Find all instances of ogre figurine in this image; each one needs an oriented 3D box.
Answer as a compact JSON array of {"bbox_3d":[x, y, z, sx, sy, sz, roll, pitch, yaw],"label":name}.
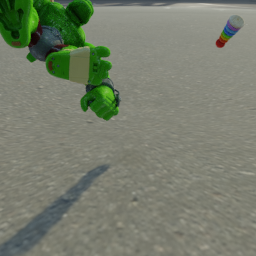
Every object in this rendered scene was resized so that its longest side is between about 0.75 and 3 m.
[{"bbox_3d":[-1.048,-1.331,3.925,2.502,1.228,1.500,27,21,-18],"label":"ogre figurine"}]

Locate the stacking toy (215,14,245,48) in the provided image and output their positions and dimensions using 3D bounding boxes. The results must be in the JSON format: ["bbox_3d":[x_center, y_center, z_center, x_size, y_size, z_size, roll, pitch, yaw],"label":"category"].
[{"bbox_3d":[3.290,-3.122,9.250,0.519,1.217,0.519,5,66,-11],"label":"stacking toy"}]

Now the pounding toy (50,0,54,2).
[{"bbox_3d":[-2.835,-3.698,8.926,0.815,1.782,1.565,8,34,7],"label":"pounding toy"}]
